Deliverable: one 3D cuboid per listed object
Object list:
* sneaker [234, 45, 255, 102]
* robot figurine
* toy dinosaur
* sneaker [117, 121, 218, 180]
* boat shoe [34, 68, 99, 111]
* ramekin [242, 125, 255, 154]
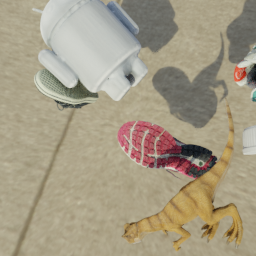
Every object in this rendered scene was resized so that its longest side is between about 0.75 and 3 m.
[{"bbox_3d":[2.909,-1.552,5.969,1.357,1.022,2.902,-7,45,13],"label":"sneaker"},{"bbox_3d":[-0.777,-1.808,5.923,2.212,1.473,2.609,-43,93,-22],"label":"robot figurine"},{"bbox_3d":[1.160,1.075,4.396,2.845,0.859,1.511,-44,103,0],"label":"toy dinosaur"},{"bbox_3d":[0.824,0.594,6.457,2.380,0.889,0.960,25,81,-12],"label":"sneaker"},{"bbox_3d":[-1.452,-0.818,6.535,0.708,2.275,0.849,-28,83,16],"label":"boat shoe"},{"bbox_3d":[2.229,0.171,4.482,0.788,0.788,0.414,-4,79,-2],"label":"ramekin"}]
